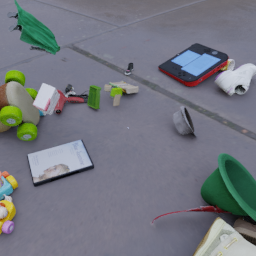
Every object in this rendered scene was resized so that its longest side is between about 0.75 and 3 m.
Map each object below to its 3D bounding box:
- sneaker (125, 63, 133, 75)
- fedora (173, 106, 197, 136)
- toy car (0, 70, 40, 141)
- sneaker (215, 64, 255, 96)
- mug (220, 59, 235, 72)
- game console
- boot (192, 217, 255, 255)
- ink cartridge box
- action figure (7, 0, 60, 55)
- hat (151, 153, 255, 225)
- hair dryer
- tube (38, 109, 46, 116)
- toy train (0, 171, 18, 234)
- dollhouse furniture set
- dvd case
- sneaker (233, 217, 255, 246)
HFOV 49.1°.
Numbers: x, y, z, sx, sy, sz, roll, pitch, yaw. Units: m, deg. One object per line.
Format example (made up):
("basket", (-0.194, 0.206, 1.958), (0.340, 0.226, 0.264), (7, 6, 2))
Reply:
("sneaker", (0.054, -3.063, 14.344), (0.292, 0.410, 0.826), (16, 44, 16))
("fedora", (2.097, -0.186, 10.614), (0.578, 1.133, 1.281), (-24, 66, 21))
("toy car", (-4.814, -0.577, 10.373), (2.565, 2.024, 2.107), (-15, 56, 6))
("sneaker", (5.250, -2.175, 13.100), (2.629, 0.984, 1.310), (-22, 67, -27))
("mug", (4.939, -3.245, 14.347), (0.695, 0.678, 0.847), (28, 14, 40))
("game console", (3.320, -3.287, 14.156), (2.832, 0.440, 2.504), (-33, 50, -17))
("boot", (2.303, 3.460, 6.196), (1.973, 0.919, 2.551), (29, 49, 25))
("ink cartridge box", (-2.729, -0.952, 9.471), (0.475, 1.120, 0.816), (23, 82, -1))
("action figure", (-3.196, -3.251, 9.991), (0.681, 2.490, 1.471), (-12, 78, 19))
("hat", (2.435, 2.141, 8.240), (2.548, 2.243, 2.111), (39, 31, -17))
("hair dryer", (-2.555, -1.300, 12.121), (1.586, 0.566, 2.082), (19, 45, 20))
("tube", (-4.384, -0.722, 11.562), (1.955, 0.493, 0.757), (-2, 31, 3))
("toy train", (-4.226, 2.176, 7.789), (2.110, 0.781, 2.809), (-5, 41, -6))
("dollhouse furniture set", (-0.654, -1.465, 12.484), (1.177, 0.909, 2.355), (24, 26, 36))
("dvd case", (-2.306, 1.133, 9.507), (1.995, 0.175, 1.424), (-16, 42, -18))
("sneaker", (3.689, 2.816, 7.118), (1.926, 0.678, 0.727), (19, 38, 20))
